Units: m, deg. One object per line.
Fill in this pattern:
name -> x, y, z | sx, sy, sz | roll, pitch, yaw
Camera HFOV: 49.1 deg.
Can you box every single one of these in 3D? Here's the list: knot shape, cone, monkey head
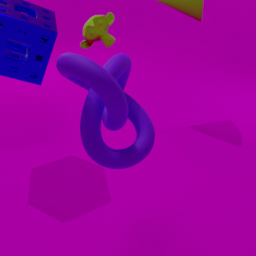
knot shape -> -0.222, -0.390, 3.709 | 0.744, 1.611, 1.507 | -20, 25, 18
cone -> 1.385, -3.641, 7.792 | 1.343, 1.338, 1.338 | 2, 33, 12
monkey head -> -0.881, -3.004, 8.871 | 1.484, 1.068, 0.894 | -45, 10, 6

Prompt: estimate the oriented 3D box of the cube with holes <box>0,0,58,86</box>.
cube with holes -> -2.314, -1.891, 5.931 | 1.248, 1.248, 1.248 | 12, 35, -27
